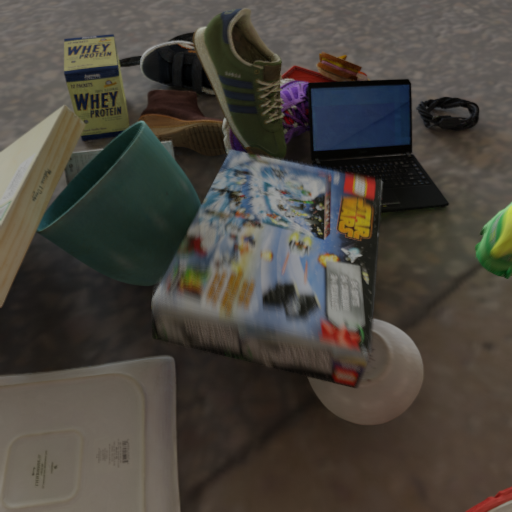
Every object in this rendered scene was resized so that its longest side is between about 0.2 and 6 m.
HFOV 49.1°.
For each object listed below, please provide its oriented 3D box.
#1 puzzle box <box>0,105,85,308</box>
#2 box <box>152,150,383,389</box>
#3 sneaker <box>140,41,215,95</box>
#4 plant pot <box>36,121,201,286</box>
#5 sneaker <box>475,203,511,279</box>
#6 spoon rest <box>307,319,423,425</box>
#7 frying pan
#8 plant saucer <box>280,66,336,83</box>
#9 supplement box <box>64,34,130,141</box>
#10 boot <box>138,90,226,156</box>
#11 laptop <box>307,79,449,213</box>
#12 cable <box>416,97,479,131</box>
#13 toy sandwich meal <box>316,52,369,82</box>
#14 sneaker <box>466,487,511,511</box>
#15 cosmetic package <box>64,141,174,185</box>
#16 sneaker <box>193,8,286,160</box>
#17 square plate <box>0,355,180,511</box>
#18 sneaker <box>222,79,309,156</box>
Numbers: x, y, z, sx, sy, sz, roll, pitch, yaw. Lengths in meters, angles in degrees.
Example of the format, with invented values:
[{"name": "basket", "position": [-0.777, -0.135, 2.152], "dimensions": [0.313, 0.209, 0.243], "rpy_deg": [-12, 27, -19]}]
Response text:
[{"name": "puzzle box", "position": [-3.921, -0.423, 8.067], "dimensions": [2.486, 0.475, 3.736], "rpy_deg": [-23, 41, 28]}, {"name": "box", "position": [0.354, -0.083, 7.280], "dimensions": [2.371, 0.691, 3.463], "rpy_deg": [13, 40, 6]}, {"name": "sneaker", "position": [-1.288, -4.011, 11.978], "dimensions": [2.377, 0.932, 0.944], "rpy_deg": [-4, 41, -6]}, {"name": "plant pot", "position": [-1.755, -0.574, 8.003], "dimensions": [2.090, 1.677, 2.090], "rpy_deg": [-34, 27, 20]}, {"name": "sneaker", "position": [3.639, -0.283, 7.956], "dimensions": [2.509, 1.048, 0.929], "rpy_deg": [-7, 59, -56]}, {"name": "spoon rest", "position": [0.887, 1.043, 7.293], "dimensions": [1.361, 0.830, 2.740], "rpy_deg": [-45, 60, -13]}, {"name": "frying pan", "position": [-1.730, -4.452, 12.751], "dimensions": [1.602, 0.431, 2.648], "rpy_deg": [34, 57, 29]}, {"name": "plant saucer", "position": [1.036, -3.553, 12.006], "dimensions": [1.553, 0.286, 1.556], "rpy_deg": [25, 53, 22]}, {"name": "supplement box", "position": [-3.100, -3.303, 10.964], "dimensions": [0.972, 1.447, 1.448], "rpy_deg": [-10, 48, -9]}, {"name": "boot", "position": [-1.228, -2.751, 10.925], "dimensions": [2.111, 0.764, 1.756], "rpy_deg": [0, 47, 1]}, {"name": "laptop", "position": [2.106, -1.936, 9.751], "dimensions": [2.060, 1.201, 2.325], "rpy_deg": [-7, 47, -13]}, {"name": "cable", "position": [3.929, -2.918, 11.442], "dimensions": [1.257, 0.319, 1.026], "rpy_deg": [-10, 43, -6]}, {"name": "toy sandwich meal", "position": [1.882, -4.030, 11.981], "dimensions": [1.375, 0.471, 1.375], "rpy_deg": [13, 29, -8]}, {"name": "sneaker", "position": [3.370, 3.113, 5.082], "dimensions": [3.526, 1.381, 2.037], "rpy_deg": [-12, 47, -9]}, {"name": "cosmetic package", "position": [-2.252, -1.461, 9.477], "dimensions": [1.760, 0.747, 0.947], "rpy_deg": [-7, 6, -7]}, {"name": "sneaker", "position": [-0.008, -2.708, 8.929], "dimensions": [1.126, 2.509, 0.841], "rpy_deg": [-18, 15, 45]}, {"name": "square plate", "position": [-2.347, 2.444, 6.331], "dimensions": [2.926, 0.420, 2.953], "rpy_deg": [-6, 47, -5]}, {"name": "sneaker", "position": [0.438, -2.503, 10.189], "dimensions": [1.211, 1.171, 2.903], "rpy_deg": [5, 42, 39]}]
